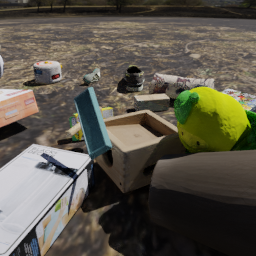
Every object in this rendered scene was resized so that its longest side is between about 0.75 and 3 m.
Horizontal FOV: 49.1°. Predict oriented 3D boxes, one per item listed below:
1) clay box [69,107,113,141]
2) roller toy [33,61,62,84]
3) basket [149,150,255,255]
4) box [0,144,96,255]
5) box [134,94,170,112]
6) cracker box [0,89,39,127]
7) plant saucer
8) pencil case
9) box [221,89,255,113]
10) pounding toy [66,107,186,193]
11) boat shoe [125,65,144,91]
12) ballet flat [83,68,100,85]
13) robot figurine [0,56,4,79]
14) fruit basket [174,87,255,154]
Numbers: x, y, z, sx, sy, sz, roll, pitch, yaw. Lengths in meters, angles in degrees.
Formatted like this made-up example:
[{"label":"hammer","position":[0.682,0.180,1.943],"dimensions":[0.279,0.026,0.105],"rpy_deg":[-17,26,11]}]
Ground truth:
[{"label":"clay box","position":[-1.010,-0.116,7.798],"dimensions":[1.255,0.721,0.299],"rpy_deg":[-12,18,-22]},{"label":"roller toy","position":[-3.609,-2.549,12.604],"dimensions":[1.285,0.898,1.173],"rpy_deg":[-6,27,-11]},{"label":"basket","position":[1.520,1.146,4.422],"dimensions":[2.126,1.917,1.446],"rpy_deg":[4,-11,28]},{"label":"box","position":[-1.780,1.304,4.873],"dimensions":[1.506,0.776,2.583],"rpy_deg":[9,27,18]},{"label":"box","position":[0.806,-0.863,9.673],"dimensions":[1.140,0.443,0.541],"rpy_deg":[-6,27,-13]},{"label":"cracker box","position":[-4.195,-0.599,8.336],"dimensions":[2.574,0.743,1.724],"rpy_deg":[7,26,36]},{"label":"plant saucer","position":[-0.683,-0.127,5.089],"dimensions":[0.481,0.131,1.376],"rpy_deg":[-32,58,20]},{"label":"pencil case","position":[2.001,-1.469,10.358],"dimensions":[2.359,0.918,1.055],"rpy_deg":[10,19,19]},{"label":"box","position":[3.405,-0.672,9.287],"dimensions":[2.356,0.444,1.609],"rpy_deg":[-22,34,-38]},{"label":"pounding toy","position":[-0.308,0.360,6.413],"dimensions":[2.144,1.116,2.440],"rpy_deg":[-14,29,-26]},{"label":"boat shoe","position":[0.303,-2.352,12.354],"dimensions":[0.898,0.759,2.520],"rpy_deg":[-1,26,-1]},{"label":"ballet flat","position":[-1.534,-2.294,12.719],"dimensions":[0.473,0.500,1.484],"rpy_deg":[33,33,4]},{"label":"robot figurine","position":[-6.202,-2.283,10.972],"dimensions":[2.216,1.840,2.949],"rpy_deg":[6,24,8]},{"label":"fruit basket","position":[1.801,0.255,5.533],"dimensions":[2.812,2.028,2.812],"rpy_deg":[12,17,-4]}]
